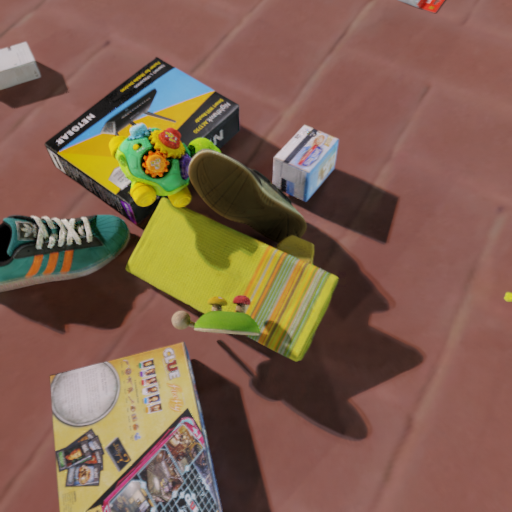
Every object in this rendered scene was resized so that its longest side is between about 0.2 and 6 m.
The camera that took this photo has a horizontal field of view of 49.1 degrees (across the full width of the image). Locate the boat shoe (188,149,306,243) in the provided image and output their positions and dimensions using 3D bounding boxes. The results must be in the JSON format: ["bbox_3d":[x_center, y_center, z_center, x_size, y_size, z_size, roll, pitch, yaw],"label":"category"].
[{"bbox_3d":[-0.192,-1.079,9.974,0.937,2.558,0.829,-44,33,16],"label":"boat shoe"}]

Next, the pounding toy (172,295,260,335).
[{"bbox_3d":[-0.562,0.903,8.829,1.323,1.021,0.614,-1,79,31],"label":"pounding toy"}]

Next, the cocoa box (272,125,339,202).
[{"bbox_3d":[0.960,-1.796,10.865,0.788,0.801,1.200,27,55,20],"label":"cocoa box"}]

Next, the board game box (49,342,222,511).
[{"bbox_3d":[-1.772,3.076,8.251,2.188,0.559,3.230,-13,60,-6],"label":"board game box"}]

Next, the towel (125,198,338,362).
[{"bbox_3d":[-0.483,0.330,9.615,3.581,0.323,1.541,25,84,19],"label":"towel"}]

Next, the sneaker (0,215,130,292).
[{"bbox_3d":[-3.721,-0.199,9.844,2.926,1.169,1.044,-18,61,-10],"label":"sneaker"}]

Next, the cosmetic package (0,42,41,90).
[{"bbox_3d":[-5.601,-4.212,12.564,1.262,0.512,0.712,-24,64,-14],"label":"cosmetic package"}]

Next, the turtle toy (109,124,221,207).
[{"bbox_3d":[-1.526,-1.680,9.819,2.018,1.020,1.471,-4,54,-45],"label":"turtle toy"}]

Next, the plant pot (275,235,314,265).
[{"bbox_3d":[0.656,0.092,9.900,0.741,0.745,0.763,24,66,13],"label":"plant pot"}]

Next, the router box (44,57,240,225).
[{"bbox_3d":[-2.208,-2.425,11.343,2.368,0.811,3.175,34,65,18],"label":"router box"}]

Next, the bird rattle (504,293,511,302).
[{"bbox_3d":[4.867,0.967,9.658,1.138,0.641,0.928,21,73,-3],"label":"bird rattle"}]

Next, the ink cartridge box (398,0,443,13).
[{"bbox_3d":[4.150,-6.715,14.150,1.242,0.311,1.007,27,64,18],"label":"ink cartridge box"}]
